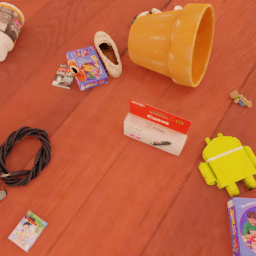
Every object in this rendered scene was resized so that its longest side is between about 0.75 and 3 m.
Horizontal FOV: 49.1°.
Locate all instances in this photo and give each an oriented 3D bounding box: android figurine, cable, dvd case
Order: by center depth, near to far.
[{"bbox_3d":[3.242,1.127,9.067,1.892,0.427,2.078,-21,67,-10],"label":"android figurine"},{"bbox_3d":[-3.369,0.869,9.131,1.675,0.522,2.053,38,70,17],"label":"cable"},{"bbox_3d":[-2.420,-1.994,10.765,0.724,0.109,0.991,12,63,4],"label":"dvd case"}]

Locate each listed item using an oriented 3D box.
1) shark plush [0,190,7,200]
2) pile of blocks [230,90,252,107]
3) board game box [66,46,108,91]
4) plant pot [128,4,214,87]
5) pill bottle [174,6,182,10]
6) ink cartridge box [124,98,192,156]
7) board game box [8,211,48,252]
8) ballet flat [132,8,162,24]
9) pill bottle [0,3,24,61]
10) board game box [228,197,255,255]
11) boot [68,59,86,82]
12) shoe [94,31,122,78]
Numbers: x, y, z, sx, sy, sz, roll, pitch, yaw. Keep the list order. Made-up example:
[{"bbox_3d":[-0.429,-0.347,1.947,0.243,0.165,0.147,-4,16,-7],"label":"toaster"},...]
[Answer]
[{"bbox_3d":[-4.739,2.306,8.172,1.076,0.986,2.368,31,68,14],"label":"shark plush"},{"bbox_3d":[4.129,-1.041,10.257,0.907,0.372,0.282,41,28,9],"label":"pile of blocks"},{"bbox_3d":[-1.570,-2.313,10.709,1.091,0.363,1.622,-19,68,-14],"label":"board game box"},{"bbox_3d":[1.480,-3.035,10.046,2.497,2.728,2.728,15,64,24],"label":"plant pot"},{"bbox_3d":[2.048,-4.699,11.730,0.424,0.762,0.424,0,64,0],"label":"pill bottle"},{"bbox_3d":[0.860,0.025,8.853,2.037,1.768,0.444,22,66,10],"label":"ink cartridge box"},{"bbox_3d":[-2.945,3.033,8.273,0.699,0.169,0.924,29,68,13],"label":"board game box"},{"bbox_3d":[0.942,-4.710,11.849,1.662,0.607,0.607,-20,66,-10],"label":"ballet flat"},{"bbox_3d":[-4.988,-3.762,11.023,1.227,1.227,2.108,8,65,4],"label":"pill bottle"},{"bbox_3d":[4.320,2.972,8.073,2.558,0.573,1.720,3,64,1],"label":"board game box"},{"bbox_3d":[-1.759,-1.903,9.776,0.355,0.946,0.507,-34,42,6],"label":"boot"},{"bbox_3d":[-0.762,-3.043,10.999,0.804,0.614,2.300,-19,65,-9],"label":"shoe"}]
